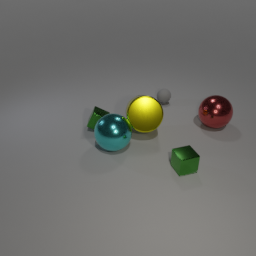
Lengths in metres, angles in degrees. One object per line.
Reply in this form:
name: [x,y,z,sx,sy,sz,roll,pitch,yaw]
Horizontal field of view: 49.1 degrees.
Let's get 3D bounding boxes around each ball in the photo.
ball: [3.662,-0.675,11.735,1.400,1.400,1.400,0,31,0]
ball: [-0.548,0.161,10.348,1.400,1.400,1.400,0,31,0]
ball: [1.757,-1.582,13.698,0.700,0.700,0.700,0,31,0]

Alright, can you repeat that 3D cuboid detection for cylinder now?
cylinder: [0.625,-0.603,11.211,1.400,1.400,1.400,-1,8,-2]

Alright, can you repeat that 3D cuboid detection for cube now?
cube: [1.925,1.105,9.499,0.700,0.700,0.700,-10,33,-16]
cube: [-1.231,-0.358,11.686,0.700,0.700,0.700,24,28,-13]
